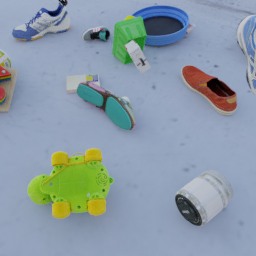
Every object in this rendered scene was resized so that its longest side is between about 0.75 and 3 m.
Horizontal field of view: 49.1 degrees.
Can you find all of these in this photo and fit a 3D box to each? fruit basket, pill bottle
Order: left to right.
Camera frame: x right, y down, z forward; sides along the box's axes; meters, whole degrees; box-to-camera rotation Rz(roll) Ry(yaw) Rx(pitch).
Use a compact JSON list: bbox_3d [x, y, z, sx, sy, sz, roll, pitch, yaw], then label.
[{"bbox_3d":[-5.365,-2.270,10.812,0.912,0.912,1.642,19,51,16],"label":"pill bottle"},{"bbox_3d":[-0.017,-3.872,11.594,1.413,1.959,1.959,-20,52,-17],"label":"fruit basket"}]

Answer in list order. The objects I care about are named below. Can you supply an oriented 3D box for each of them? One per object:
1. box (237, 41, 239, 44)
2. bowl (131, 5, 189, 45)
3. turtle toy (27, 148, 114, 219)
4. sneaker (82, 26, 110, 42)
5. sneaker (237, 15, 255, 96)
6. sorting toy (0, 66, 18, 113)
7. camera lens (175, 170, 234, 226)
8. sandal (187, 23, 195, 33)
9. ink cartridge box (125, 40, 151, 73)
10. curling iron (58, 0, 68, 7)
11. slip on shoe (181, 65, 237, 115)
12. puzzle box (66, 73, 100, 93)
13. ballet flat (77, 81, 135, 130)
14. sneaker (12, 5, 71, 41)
[{"bbox_3d":[6.383,-3.669,11.986,2.642,1.042,1.865,-5,46,-4],"label":"box"},{"bbox_3d":[1.417,-4.828,13.132,2.855,0.560,2.855,-3,49,4],"label":"bowl"},{"bbox_3d":[-1.507,1.500,7.339,2.306,1.165,1.680,-5,71,-1],"label":"turtle toy"},{"bbox_3d":[-1.353,-4.212,12.778,1.357,0.567,0.819,-30,46,-25],"label":"sneaker"},{"bbox_3d":[3.070,-1.411,6.167,0.842,2.225,0.857,-27,10,6],"label":"sneaker"},{"bbox_3d":[-4.927,-1.590,9.754,1.766,0.618,1.776,11,64,-18],"label":"sorting toy"},{"bbox_3d":[1.932,1.797,7.202,1.269,1.015,1.015,-30,55,-23],"label":"camera lens"},{"bbox_3d":[2.739,-4.662,13.360,0.977,0.280,0.374,-24,45,7],"label":"sandal"},{"bbox_3d":[0.309,-2.249,8.873,0.363,0.868,0.626,-32,41,5],"label":"ink cartridge box"},{"bbox_3d":[-2.346,-4.671,9.315,0.319,1.286,0.164,-40,44,-24],"label":"curling iron"},{"bbox_3d":[2.971,-1.610,10.301,1.019,0.842,2.750,-23,51,-17],"label":"slip on shoe"},{"bbox_3d":[-1.733,-1.745,10.858,1.285,0.163,0.855,-6,49,-5],"label":"puzzle box"},{"bbox_3d":[-0.594,-0.904,9.744,2.728,0.943,0.971,33,36,26],"label":"ballet flat"},{"bbox_3d":[-4.084,-4.957,12.970,2.760,1.216,1.039,-24,54,-18],"label":"sneaker"}]
